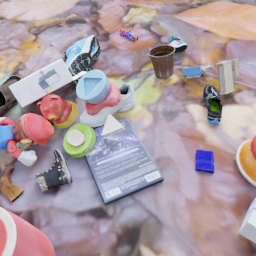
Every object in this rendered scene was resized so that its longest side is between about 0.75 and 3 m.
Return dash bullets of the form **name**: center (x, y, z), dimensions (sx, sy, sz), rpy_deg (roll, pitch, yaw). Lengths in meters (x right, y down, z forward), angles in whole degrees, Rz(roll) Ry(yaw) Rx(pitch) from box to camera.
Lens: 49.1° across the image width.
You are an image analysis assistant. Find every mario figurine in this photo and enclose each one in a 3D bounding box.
- **mario figurine**: center (-3.742, 0.431, 9.173), dimensions (2.738, 1.690, 1.451), rpy_deg (-13, 7, 0)

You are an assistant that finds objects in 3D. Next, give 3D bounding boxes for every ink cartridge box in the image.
- **ink cartridge box**: center (3.614, 2.441, 7.438), dimensions (0.804, 0.808, 1.101), rpy_deg (29, 57, 21)
- **ink cartridge box**: center (-2.742, -1.722, 9.775), dimensions (2.440, 0.821, 1.429), rpy_deg (-30, 18, -7)

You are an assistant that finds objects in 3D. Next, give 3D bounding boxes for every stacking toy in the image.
- **stacking toy**: center (4.421, 0.402, 7.870), dimensions (2.005, 2.744, 2.005), rpy_deg (0, 51, -1)
- **stacking toy**: center (-1.552, -0.540, 9.039), dimensions (2.688, 1.135, 2.433), rpy_deg (-30, 56, 12)

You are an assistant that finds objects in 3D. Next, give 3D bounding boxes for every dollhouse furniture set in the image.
- **dollhouse furniture set**: center (3.360, -2.039, 11.430), dimensions (1.803, 1.176, 1.702), rpy_deg (3, 18, 43)

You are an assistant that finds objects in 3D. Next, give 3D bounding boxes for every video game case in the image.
- **video game case**: center (-0.341, 0.937, 9.053), dimensions (1.942, 0.258, 2.719), rpy_deg (-19, 52, -15)

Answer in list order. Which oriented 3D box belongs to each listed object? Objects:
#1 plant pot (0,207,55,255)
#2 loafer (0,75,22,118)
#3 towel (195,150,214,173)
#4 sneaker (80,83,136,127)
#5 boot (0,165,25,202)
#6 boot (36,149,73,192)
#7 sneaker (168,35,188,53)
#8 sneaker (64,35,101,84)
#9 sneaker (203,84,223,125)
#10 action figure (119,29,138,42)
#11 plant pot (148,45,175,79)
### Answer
- **plant pot**: center (-3.016, 2.930, 6.175), dimensions (2.441, 2.160, 2.441), rpy_deg (0, 51, 0)
- **loafer**: center (-4.500, -1.142, 10.282), dimensions (0.840, 0.816, 2.300), rpy_deg (25, 56, -8)
- **towel**: center (2.475, 1.050, 8.986), dimensions (0.589, 0.198, 0.798), rpy_deg (8, 51, 5)
- **sneaker**: center (-0.753, -0.945, 10.000), dimensions (2.359, 1.172, 0.919), rpy_deg (-34, 58, -25)
- **boot**: center (-3.485, 1.639, 8.427), dimensions (0.931, 0.319, 0.877), rpy_deg (27, 55, 20)
- **boot**: center (-2.351, 1.301, 8.622), dimensions (0.977, 0.475, 1.298), rpy_deg (-21, 60, -18)
- **sneaker**: center (1.978, -3.832, 12.780), dimensions (1.312, 0.549, 0.792), rpy_deg (-14, 56, -21)
- **sneaker**: center (-2.164, -2.823, 11.865), dimensions (1.271, 1.108, 2.826), rpy_deg (0, 44, 24)
- **sneaker**: center (3.178, -0.980, 10.300), dimensions (0.648, 0.758, 1.829), rpy_deg (4, 51, 1)
- **action figure**: center (-0.023, -4.535, 13.570), dimensions (1.167, 0.302, 0.382), rpy_deg (34, 61, 28)
- **plant pot**: center (1.411, -2.639, 11.318), dimensions (1.058, 1.047, 1.058), rpy_deg (-8, 38, 6)
